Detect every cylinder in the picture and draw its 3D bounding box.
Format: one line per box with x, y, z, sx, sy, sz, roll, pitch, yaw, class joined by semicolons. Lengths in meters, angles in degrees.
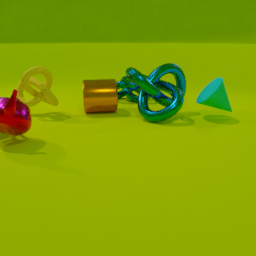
-0.885;-1.012;8.841;1.036;1.036;1.036;-3;19;-8;cylinder

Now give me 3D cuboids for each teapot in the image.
-2.607;-0.331;6.246;0.994;0.783;1.599;18;-24;-17;teapot

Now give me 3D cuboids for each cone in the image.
2.714;-0.785;8.214;0.994;0.990;0.990;40;16;-10;cone

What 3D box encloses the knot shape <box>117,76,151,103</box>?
0.182;-1.524;10.709;1.752;0.810;1.640;2;19;7;knot shape

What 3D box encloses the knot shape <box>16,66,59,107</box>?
-2.819;-1.137;8.446;1.302;1.391;0.643;-11;33;17;knot shape

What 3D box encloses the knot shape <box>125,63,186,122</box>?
0.909;-1.020;8.210;2.070;0.956;1.937;7;54;-16;knot shape
